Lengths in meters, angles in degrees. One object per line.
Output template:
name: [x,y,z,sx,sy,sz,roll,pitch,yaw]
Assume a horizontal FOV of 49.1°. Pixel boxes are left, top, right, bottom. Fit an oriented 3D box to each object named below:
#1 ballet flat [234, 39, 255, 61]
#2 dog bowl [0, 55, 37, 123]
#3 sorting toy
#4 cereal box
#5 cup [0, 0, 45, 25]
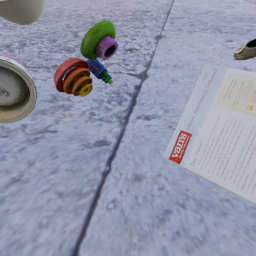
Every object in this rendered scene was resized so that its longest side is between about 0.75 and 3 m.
ballet flat: [1.334,-0.845,2.622,0.766,0.178,0.258,-14,40,49]
dog bowl: [-2.657,-0.855,5.863,1.496,1.496,0.552,-5,37,-7]
sorting toy: [-0.717,-1.320,6.024,0.756,1.842,1.107,45,7,14]
cereal box: [1.771,0.127,3.850,2.330,1.677,0.461,26,2,44]
cup: [-3.061,-3.698,7.718,1.929,1.380,1.929,-2,69,6]
